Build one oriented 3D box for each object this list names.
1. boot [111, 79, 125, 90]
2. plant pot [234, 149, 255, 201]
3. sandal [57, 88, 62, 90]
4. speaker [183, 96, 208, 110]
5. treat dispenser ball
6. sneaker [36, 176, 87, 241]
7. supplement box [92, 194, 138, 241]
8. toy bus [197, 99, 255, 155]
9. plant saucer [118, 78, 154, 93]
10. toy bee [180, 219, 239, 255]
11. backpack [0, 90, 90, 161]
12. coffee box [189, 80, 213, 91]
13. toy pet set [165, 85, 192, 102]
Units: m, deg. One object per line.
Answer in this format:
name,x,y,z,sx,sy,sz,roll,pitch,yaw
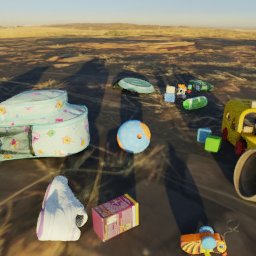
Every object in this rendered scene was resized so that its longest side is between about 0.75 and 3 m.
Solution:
boot,-0.341,-2.245,14.499,0.748,0.376,1.000,5,33,30
plant pot,2.975,1.053,5.943,0.953,1.093,1.093,13,20,-13
sandal,-3.311,-1.781,13.627,0.337,0.215,0.897,-3,23,-6
speaker,2.776,-1.029,11.530,1.021,0.452,0.452,-13,26,-29
treat dispenser ball,0.163,0.239,7.833,0.931,0.931,0.931,0,23,0
sneaker,-1.221,1.544,5.373,0.848,0.637,1.703,14,20,-13
supplement box,-0.222,1.617,5.110,0.767,0.502,0.396,-14,25,-32
toy bus,3.546,-0.074,7.803,2.495,1.366,2.644,-12,21,-41
plant saucer,0.446,-2.192,14.130,1.851,0.254,1.851,10,23,-4
toy bee,1.376,1.909,4.567,0.958,0.521,0.627,-15,20,35
backpack,-2.227,-0.108,7.626,2.376,1.821,2.088,5,17,2
coffee box,3.779,-2.217,14.586,0.777,0.278,1.264,-5,23,-12
toy pet set,2.195,-1.465,12.290,1.114,0.633,1.193,5,-4,12
